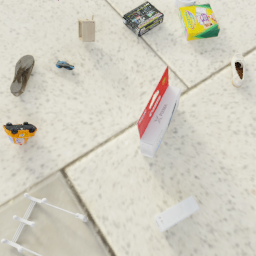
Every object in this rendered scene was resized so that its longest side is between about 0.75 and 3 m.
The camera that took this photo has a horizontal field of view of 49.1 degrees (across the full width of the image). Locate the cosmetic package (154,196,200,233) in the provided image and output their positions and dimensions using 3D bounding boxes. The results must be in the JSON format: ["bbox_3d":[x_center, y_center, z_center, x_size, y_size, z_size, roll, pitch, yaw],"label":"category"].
[{"bbox_3d":[1.599,2.840,9.222,1.418,0.721,0.525,-26,67,-11],"label":"cosmetic package"}]

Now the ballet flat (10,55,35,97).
[{"bbox_3d":[-4.445,-2.218,11.878,0.741,0.510,2.198,1,59,4],"label":"ballet flat"}]

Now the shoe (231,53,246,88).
[{"bbox_3d":[4.779,-2.556,11.993,0.613,0.468,1.753,8,64,4],"label":"shoe"}]

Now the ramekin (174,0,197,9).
[{"bbox_3d":[2.835,-6.367,13.803,1.170,0.570,1.170,0,64,0],"label":"ramekin"}]

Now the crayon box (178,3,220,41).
[{"bbox_3d":[3.302,-4.993,13.162,1.495,0.505,1.732,-9,64,-4],"label":"crayon box"}]

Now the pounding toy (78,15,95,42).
[{"bbox_3d":[-1.771,-4.460,12.497,0.800,1.036,1.125,-7,28,-21],"label":"pounding toy"}]

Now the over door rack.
[{"bbox_3d":[-2.681,3.243,9.000,2.315,0.771,1.710,18,66,9],"label":"over door rack"}]

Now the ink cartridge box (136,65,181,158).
[{"bbox_3d":[1.160,-0.512,9.963,0.581,2.291,2.600,21,66,17],"label":"ink cartridge box"}]

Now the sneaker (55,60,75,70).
[{"bbox_3d":[-2.712,-2.765,12.182,0.864,0.316,0.354,13,65,6],"label":"sneaker"}]

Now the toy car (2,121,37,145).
[{"bbox_3d":[-4.690,0.005,10.821,2.469,1.211,0.822,20,109,27],"label":"toy car"}]

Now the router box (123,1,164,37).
[{"bbox_3d":[0.729,-5.174,13.257,1.598,0.496,1.197,-36,69,-15],"label":"router box"}]
